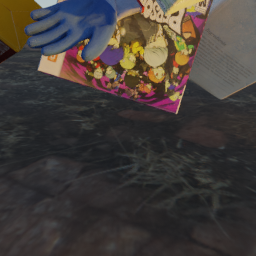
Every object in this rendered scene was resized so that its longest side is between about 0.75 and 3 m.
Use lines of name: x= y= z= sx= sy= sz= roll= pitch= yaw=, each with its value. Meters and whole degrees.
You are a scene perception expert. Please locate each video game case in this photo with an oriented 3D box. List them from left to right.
video game case: x=0.004 y=-1.913 z=5.501 sx=2.873 sy=2.604 sz=0.514 roll=17 pitch=5 yaw=-12

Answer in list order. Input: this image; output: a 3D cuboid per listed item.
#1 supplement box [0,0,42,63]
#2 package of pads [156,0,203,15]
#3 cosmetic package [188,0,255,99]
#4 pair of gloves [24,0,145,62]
supplement box: x=-3.344 y=-2.716 z=6.698 sx=1.871 sy=1.845 sz=1.242 roll=0 pitch=58 yaw=51
package of pads: x=0.766 y=-2.346 z=3.702 sx=1.666 sy=1.287 sz=0.568 roll=-33 pitch=1 yaw=-34
cosmetic package: x=2.809 y=-2.787 z=7.418 sx=2.448 sy=2.463 sz=2.944 roll=29 pitch=-31 yaw=-20
pair of gloves: x=-0.824 y=-1.882 z=3.930 sx=1.731 sy=2.153 sz=0.245 roll=-29 pitch=-13 yaw=-17
